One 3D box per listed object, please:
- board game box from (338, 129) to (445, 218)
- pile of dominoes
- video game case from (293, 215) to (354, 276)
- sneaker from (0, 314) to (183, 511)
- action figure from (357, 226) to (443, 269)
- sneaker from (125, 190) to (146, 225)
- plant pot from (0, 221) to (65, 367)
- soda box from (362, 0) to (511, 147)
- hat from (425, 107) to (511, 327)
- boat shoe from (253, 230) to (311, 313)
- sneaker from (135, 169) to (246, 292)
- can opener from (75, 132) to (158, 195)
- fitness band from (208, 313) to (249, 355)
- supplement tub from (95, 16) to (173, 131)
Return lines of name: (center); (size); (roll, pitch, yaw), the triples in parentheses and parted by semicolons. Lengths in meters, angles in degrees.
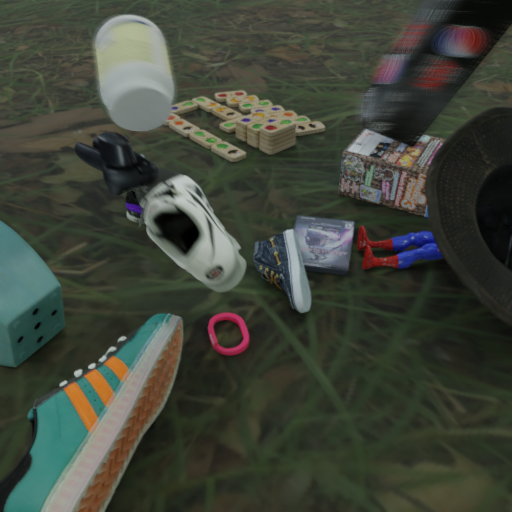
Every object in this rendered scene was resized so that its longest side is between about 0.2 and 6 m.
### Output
board game box: (3.130, -1.898, 12.198); (2.152, 1.042, 1.716); (18, 41, 23)
pile of dominoes: (-0.515, -3.870, 15.149); (3.145, 0.642, 4.035); (-28, 46, -32)
video game case: (1.242, -0.238, 10.765); (1.171, 0.155, 1.639); (7, 37, 9)
sneaker: (-2.055, 1.871, 7.087); (1.357, 1.212, 3.396); (15, 41, 12)
action figure: (3.434, -0.207, 10.306); (2.973, 0.768, 0.973); (0, 35, -4)
sneaker: (-1.826, -1.073, 11.256); (1.757, 0.874, 0.611); (5, 37, 8)
plant pot: (-4.185, 0.530, 8.621); (2.310, 1.632, 1.633); (27, 44, 16)
soda box: (3.429, -3.845, 10.670); (1.279, 3.614, 1.144); (18, 52, -12)
hat: (4.362, -0.327, 9.152); (4.156, 1.677, 4.156); (3, 74, -12)
boat shoe: (0.433, 0.340, 9.714); (0.801, 0.624, 1.764); (-19, 45, 12)
sneaker: (-1.170, -0.620, 7.915); (0.947, 1.132, 2.557); (-49, 54, 6)
can opener: (-1.568, -1.089, 6.212); (0.539, 0.668, 1.700); (-11, 22, -28)
fitness band: (-0.437, 1.228, 8.840); (0.597, 0.156, 0.831); (-7, 39, -13)
supplement tub: (-2.458, -3.682, 11.358); (1.432, 1.432, 1.976); (-8, 62, -10)
